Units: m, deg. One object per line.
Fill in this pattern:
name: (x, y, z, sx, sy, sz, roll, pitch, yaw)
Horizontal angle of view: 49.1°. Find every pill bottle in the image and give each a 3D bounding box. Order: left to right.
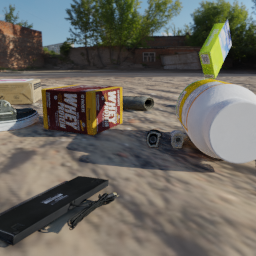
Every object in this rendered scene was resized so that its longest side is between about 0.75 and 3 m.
pill bottle: (2.076, -0.242, 6.424, 1.601, 1.601, 2.882, 0, 14, 2)

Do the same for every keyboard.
keyboard: (-0.883, 1.102, 3.952, 1.170, 0.190, 1.842, 1, 13, 33)

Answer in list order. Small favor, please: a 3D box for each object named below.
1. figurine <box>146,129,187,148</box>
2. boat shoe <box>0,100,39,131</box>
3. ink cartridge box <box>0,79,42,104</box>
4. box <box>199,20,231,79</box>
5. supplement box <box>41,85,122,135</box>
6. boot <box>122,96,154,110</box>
figurine: (0.987, 0.206, 7.260, 0.990, 0.426, 0.966, 2, 10, 5)
boat shoe: (-3.925, -0.425, 8.606, 0.958, 0.943, 2.659, 10, 17, 36)
ink cartridge box: (-6.105, -1.887, 14.316, 2.948, 1.107, 2.428, -3, 15, -8)
box: (2.106, -1.884, 6.688, 0.306, 0.782, 1.282, 10, 55, 35)
supplement box: (-1.402, -0.672, 8.991, 1.877, 1.246, 1.852, 7, 15, 26)
boot: (-0.206, -1.080, 12.074, 2.161, 0.784, 1.964, 16, 22, 31)
